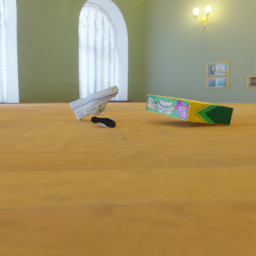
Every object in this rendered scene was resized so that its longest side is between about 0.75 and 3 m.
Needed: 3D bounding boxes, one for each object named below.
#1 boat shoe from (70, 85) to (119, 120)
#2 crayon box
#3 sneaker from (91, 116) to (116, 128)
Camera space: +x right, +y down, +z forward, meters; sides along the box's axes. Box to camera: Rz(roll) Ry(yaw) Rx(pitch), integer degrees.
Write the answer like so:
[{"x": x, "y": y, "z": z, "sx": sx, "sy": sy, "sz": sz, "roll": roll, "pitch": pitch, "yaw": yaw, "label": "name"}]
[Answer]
[{"x": -1.232, "y": -0.954, "z": 11.136, "sx": 2.701, "sy": 0.902, "sz": 0.993, "roll": -12, "pitch": 12, "yaw": 48, "label": "boat shoe"}, {"x": 2.146, "y": -0.693, "z": 10.175, "sx": 2.061, "sy": 0.696, "sz": 2.389, "roll": 5, "pitch": 9, "yaw": -31, "label": "crayon box"}, {"x": -0.742, "y": -0.181, "z": 9.163, "sx": 0.878, "sy": 0.293, "sz": 0.470, "roll": 12, "pitch": -4, "yaw": 16, "label": "sneaker"}]
